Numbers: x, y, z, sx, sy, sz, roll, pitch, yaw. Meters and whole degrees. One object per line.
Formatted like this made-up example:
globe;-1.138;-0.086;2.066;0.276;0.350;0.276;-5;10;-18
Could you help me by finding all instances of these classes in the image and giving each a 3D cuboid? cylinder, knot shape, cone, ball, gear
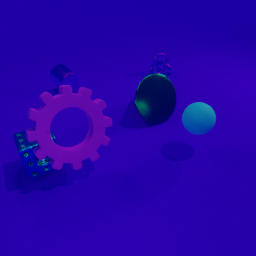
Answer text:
cylinder;-2.412;-1.889;10.576;0.805;0.805;0.805;-29;55;-34
knot shape;1.444;-2.526;11.744;0.997;1.065;0.492;32;31;9
cone;0.533;-0.976;9.614;1.597;1.597;1.603;-21;14;-27
ball;1.900;-0.251;7.517;0.869;0.869;0.869;0;35;0
gear;-1.359;-0.001;6.622;1.965;1.965;0.363;-17;17;-22

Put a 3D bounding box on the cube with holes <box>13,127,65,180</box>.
cube with holes;-2.277;0.571;7.159;0.899;0.899;0.899;-22;34;-19
